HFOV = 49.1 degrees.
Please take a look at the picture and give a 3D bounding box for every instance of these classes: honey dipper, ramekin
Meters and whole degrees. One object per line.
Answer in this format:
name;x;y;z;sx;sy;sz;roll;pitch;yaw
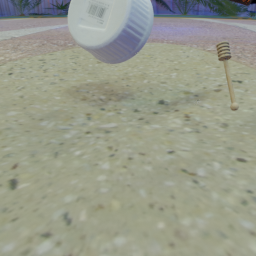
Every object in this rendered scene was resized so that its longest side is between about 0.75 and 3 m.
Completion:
honey dipper;2.551;-1.312;7.134;0.342;1.800;0.342;-6;-10;-1
ramekin;-0.675;-3.668;9.319;2.788;2.788;1.359;16;4;29

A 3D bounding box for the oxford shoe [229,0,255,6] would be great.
oxford shoe;3.158;-3.975;7.906;2.471;0.880;0.896;-15;57;-34
